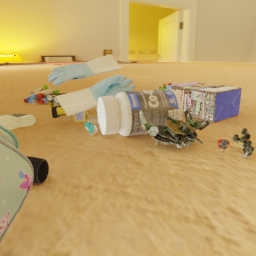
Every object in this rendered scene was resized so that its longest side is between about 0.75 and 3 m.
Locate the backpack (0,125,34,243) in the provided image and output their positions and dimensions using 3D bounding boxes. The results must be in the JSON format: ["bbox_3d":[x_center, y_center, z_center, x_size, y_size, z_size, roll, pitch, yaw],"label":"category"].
[{"bbox_3d":[-2.257,0.705,2.279,1.958,2.245,2.554,19,68,26],"label":"backpack"}]

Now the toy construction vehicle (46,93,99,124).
[{"bbox_3d":[-1.660,-0.774,10.323,2.864,1.009,2.494,-2,9,-3],"label":"toy construction vehicle"}]

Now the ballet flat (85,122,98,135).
[{"bbox_3d":[-1.078,0.005,8.554,0.285,0.337,0.892,20,11,-28],"label":"ballet flat"}]

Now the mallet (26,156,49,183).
[{"bbox_3d":[-2.343,1.119,4.622,0.818,0.511,2.485,7,22,20],"label":"mallet"}]

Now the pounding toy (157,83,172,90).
[{"bbox_3d":[2.195,-2.361,16.084,0.848,0.510,1.099,-3,17,-10],"label":"pounding toy"}]

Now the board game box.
[{"bbox_3d":[2.857,-1.064,10.731,1.755,1.066,2.201,-13,21,-38],"label":"board game box"}]

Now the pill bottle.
[{"bbox_3d":[0.316,-0.452,8.272,2.283,1.299,1.299,-6,18,-18],"label":"pill bottle"}]

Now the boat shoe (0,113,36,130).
[{"bbox_3d":[-3.694,-0.234,9.069,1.318,0.471,0.394,-7,17,-43],"label":"boat shoe"}]

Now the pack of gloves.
[{"bbox_3d":[-1.200,-1.678,9.238,2.637,0.520,2.216,-21,57,-23],"label":"pack of gloves"}]

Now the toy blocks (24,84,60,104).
[{"bbox_3d":[-4.066,-1.458,12.906,1.609,0.804,1.100,11,31,35],"label":"toy blocks"}]

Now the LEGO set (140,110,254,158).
[{"bbox_3d":[1.660,0.262,7.249,2.898,0.821,1.882,24,32,25],"label":"LEGO set"}]
